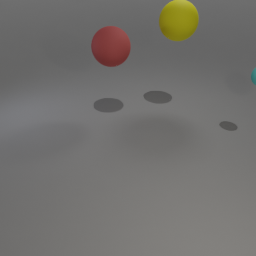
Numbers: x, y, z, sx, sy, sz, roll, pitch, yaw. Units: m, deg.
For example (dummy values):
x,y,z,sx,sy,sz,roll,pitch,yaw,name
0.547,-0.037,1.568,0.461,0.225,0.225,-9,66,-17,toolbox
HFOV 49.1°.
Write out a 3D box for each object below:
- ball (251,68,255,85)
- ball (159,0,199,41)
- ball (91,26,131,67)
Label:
x,y,z,sx,sy,sz,roll,pitch,yaw,name
4.216,-1.623,8.732,0.700,0.700,0.700,0,30,0,ball
1.810,-3.835,10.021,1.400,1.400,1.400,0,30,0,ball
-0.604,-2.891,9.973,1.400,1.400,1.400,0,30,0,ball
